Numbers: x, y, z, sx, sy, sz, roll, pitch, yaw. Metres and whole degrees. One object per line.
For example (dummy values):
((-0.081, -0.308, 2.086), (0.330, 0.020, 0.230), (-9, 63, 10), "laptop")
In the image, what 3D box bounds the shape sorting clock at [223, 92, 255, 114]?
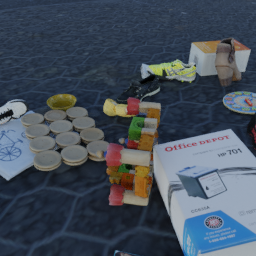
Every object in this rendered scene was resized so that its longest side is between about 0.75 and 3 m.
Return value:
((4.519, -1.009, 10.702), (1.700, 0.333, 1.700), (0, 35, 0), "shape sorting clock")

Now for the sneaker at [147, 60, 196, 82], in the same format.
((1.928, -2.626, 12.358), (2.234, 0.854, 0.842), (3, 37, -9), "sneaker")

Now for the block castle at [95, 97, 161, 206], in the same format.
((0.080, 0.538, 7.224), (1.249, 1.779, 2.663), (6, 34, 10), "block castle")

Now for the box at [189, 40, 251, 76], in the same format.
((4.310, -3.377, 13.368), (2.319, 1.130, 1.442), (-7, 37, -12), "box")

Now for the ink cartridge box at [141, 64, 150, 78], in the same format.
((1.273, -2.500, 12.998), (1.314, 0.310, 1.051), (14, 33, -11), "ink cartridge box")

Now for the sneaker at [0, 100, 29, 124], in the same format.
((-4.055, -0.377, 9.035), (1.771, 0.653, 0.709), (-24, 21, -8), "sneaker")

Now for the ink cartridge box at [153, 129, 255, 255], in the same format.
((1.941, 1.480, 6.177), (2.119, 1.243, 2.894), (-12, 38, -5), "ink cartridge box")

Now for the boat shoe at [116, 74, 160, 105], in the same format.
((0.411, -1.555, 11.092), (2.339, 0.776, 0.874), (-26, 42, -32), "boat shoe")

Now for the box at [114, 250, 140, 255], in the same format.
((0.368, 2.776, 5.255), (1.401, 0.344, 0.576), (7, 35, 10), "box")

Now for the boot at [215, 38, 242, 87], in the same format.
((4.271, -2.852, 11.812), (0.871, 1.814, 2.481), (3, 22, 29), "boot")

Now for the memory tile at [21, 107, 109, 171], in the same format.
((-1.962, 0.209, 8.687), (2.276, 0.249, 2.969), (-12, 36, -23), "memory tile")

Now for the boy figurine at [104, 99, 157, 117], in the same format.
((0.054, -0.683, 9.859), (1.920, 0.619, 1.194), (8, 12, 25), "boy figurine")

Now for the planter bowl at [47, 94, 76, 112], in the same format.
((-2.416, -0.819, 10.334), (1.066, 0.444, 1.066), (0, 35, 0), "planter bowl")

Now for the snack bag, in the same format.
((-3.319, 0.359, 8.790), (2.525, 0.287, 2.678), (23, 38, 28), "snack bag")

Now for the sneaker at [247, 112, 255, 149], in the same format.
((4.340, 0.162, 8.927), (0.763, 0.649, 1.760), (16, 40, 0), "sneaker")
